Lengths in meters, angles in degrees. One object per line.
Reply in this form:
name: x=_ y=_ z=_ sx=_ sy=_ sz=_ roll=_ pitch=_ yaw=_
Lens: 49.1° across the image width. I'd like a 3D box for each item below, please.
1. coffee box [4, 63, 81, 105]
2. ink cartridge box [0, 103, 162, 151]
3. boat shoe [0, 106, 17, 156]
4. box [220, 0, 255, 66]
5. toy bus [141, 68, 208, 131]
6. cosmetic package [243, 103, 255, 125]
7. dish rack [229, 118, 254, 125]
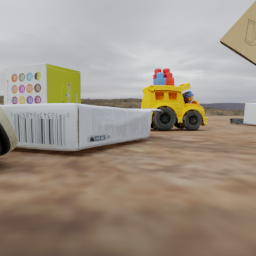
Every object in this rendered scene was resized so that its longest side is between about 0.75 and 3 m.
coffee box: x=-3.519 y=-1.355 z=11.816 sx=2.272 sy=2.294 sz=2.298 roll=1 pitch=3 yaw=25
ink cartridge box: x=-1.059 y=-0.070 z=4.398 sx=2.594 sy=0.528 sz=2.599 roll=2 pitch=3 yaw=27
boat shoe: x=-1.981 y=-0.069 z=2.484 sx=2.544 sy=0.931 sz=0.797 roll=10 pitch=37 yaw=31
box: x=2.655 y=-1.936 z=5.626 sx=1.008 sy=1.233 sz=0.131 roll=42 pitch=0 yaw=21
toy bus: x=1.138 y=-0.730 z=7.156 sx=1.659 sy=1.593 sz=1.126 roll=1 pitch=1 yaw=-8
cosmetic package: x=4.727 y=-0.457 z=9.340 sx=1.184 sy=0.728 sz=1.181 roll=-1 pitch=7 yaw=-40
dish rack: x=4.177 y=-0.229 z=10.258 sx=0.681 sy=0.242 sz=0.888 roll=-1 pitch=3 yaw=2
